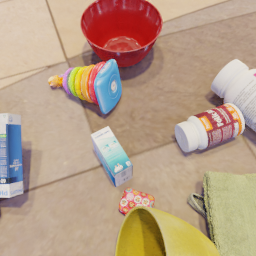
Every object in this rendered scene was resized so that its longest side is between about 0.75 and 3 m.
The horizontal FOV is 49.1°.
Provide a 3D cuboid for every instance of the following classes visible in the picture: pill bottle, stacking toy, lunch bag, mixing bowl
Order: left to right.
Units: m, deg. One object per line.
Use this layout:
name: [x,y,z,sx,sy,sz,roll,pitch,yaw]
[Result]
stacking toy: [-1.584,-1.507,9.251,2.549,1.399,1.479,9,47,23]
mixing bowl: [-0.207,-3.198,9.916,2.762,1.496,2.762,0,61,1]
lunch bag: [0.218,2.112,7.565,0.911,0.373,0.803,18,62,10]
pill bottle: [2.399,0.010,8.357,1.828,1.043,1.043,-20,62,-12]
pill bottle: [3.933,-0.852,8.595,1.470,1.470,2.593,-35,66,-18]

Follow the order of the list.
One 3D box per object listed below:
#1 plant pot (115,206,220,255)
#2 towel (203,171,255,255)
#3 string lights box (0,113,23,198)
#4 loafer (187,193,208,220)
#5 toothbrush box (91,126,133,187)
plant pot: [0.963,3.045,6.141,1.755,2.472,2.472,12,58,-23]
towel: [2.916,2.456,7.055,2.062,0.507,2.780,6,62,-17]
string lights box: [-3.323,0.697,7.132,1.058,0.607,2.059,-3,88,13]
loafer: [2.200,2.202,7.461,1.337,0.466,0.467,30,65,16]
toothbrush box: [-0.454,0.819,7.927,0.595,1.021,1.395,-28,63,-15]
